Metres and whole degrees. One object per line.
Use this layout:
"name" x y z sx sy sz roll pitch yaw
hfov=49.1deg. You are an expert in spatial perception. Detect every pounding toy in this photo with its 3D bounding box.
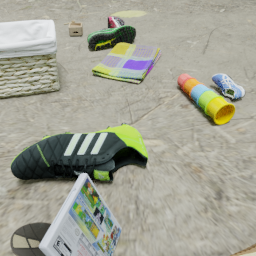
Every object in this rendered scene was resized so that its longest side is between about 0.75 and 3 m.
"pounding toy" -2.557 -4.670 13.124 0.859 0.447 0.977 -3 39 -4

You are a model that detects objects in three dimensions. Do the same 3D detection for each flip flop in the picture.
"flip flop" -1.186 1.965 4.868 1.591 0.458 0.645 1 51 -25

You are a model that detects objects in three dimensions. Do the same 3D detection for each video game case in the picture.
"video game case" -0.633 1.702 4.394 0.162 1.472 1.342 -10 32 27

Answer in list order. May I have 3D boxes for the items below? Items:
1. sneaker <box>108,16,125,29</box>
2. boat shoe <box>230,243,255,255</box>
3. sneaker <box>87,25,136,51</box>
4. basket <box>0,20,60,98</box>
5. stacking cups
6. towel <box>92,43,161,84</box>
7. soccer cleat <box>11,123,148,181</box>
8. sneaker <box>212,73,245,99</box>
"sneaker" -0.468 -4.727 12.933 0.733 0.792 1.963 -6 38 -11
"boat shoe" 1.577 2.137 3.450 2.794 1.008 1.005 -20 49 -15
"sneaker" -0.691 -3.966 11.918 2.210 0.862 0.941 -14 41 -16
"basket" -3.665 -2.173 8.916 2.936 1.811 1.990 -10 40 -10
"stacking cups" 2.260 -0.982 8.414 0.690 0.690 2.281 -12 37 -14
"towel" 0.015 -2.563 10.604 1.974 0.313 2.748 14 40 15
"soccer cleat" -0.963 0.671 6.079 2.962 1.000 1.201 -13 47 -19
"sneaker" 3.101 -1.327 8.824 0.462 0.454 1.199 -24 51 -32
